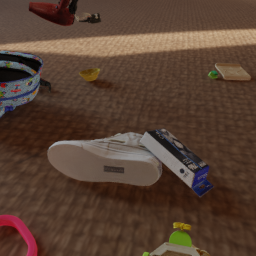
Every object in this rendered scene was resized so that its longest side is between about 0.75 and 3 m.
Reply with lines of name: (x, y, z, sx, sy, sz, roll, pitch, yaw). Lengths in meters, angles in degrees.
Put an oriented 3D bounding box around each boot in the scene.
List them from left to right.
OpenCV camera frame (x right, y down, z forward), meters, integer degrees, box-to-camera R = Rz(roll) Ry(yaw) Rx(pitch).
boot: (-0.533, 0.693, 7.557, 2.932, 1.078, 1.401, 11, 27, 4)

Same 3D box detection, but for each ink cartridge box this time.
ink cartridge box: (1.319, 0.781, 7.059, 2.019, 0.396, 1.004, 43, 27, 23)

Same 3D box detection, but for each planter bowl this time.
planter bowl: (-1.650, -2.301, 12.285, 0.939, 0.391, 0.939, -8, 25, 4)

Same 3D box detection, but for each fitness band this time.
fitness band: (-2.486, 2.377, 5.592, 1.094, 0.285, 1.523, -25, 42, -35)

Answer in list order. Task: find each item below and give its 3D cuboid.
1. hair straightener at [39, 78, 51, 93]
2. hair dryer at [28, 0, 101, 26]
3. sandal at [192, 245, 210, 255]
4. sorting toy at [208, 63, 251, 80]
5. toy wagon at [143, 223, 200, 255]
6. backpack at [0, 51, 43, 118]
hair straightener: (-4.008, -1.896, 11.830, 2.155, 0.441, 0.829, 32, 46, 32)
hair dryer: (-2.388, -4.514, 10.240, 2.623, 1.997, 0.712, -4, 71, 11)
sandal: (1.053, 2.375, 5.309, 1.518, 0.557, 0.499, -2, 42, 6)
sorting toy: (4.479, -2.551, 12.816, 1.843, 0.271, 1.362, 1, 39, -5)
toy wagon: (0.852, 2.470, 4.754, 1.267, 0.323, 1.633, 5, 61, 17)
backpack: (-4.472, -1.603, 9.867, 2.967, 1.996, 2.709, 0, 34, -2)
